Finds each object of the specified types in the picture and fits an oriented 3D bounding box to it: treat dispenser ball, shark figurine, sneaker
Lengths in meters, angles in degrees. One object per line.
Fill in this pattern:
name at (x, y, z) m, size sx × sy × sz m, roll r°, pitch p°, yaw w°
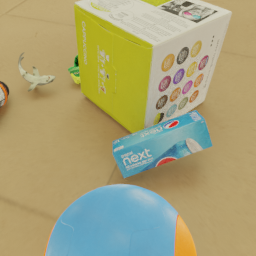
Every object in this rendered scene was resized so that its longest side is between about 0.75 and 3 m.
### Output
treat dispenser ball at (-0.118, 1.977, 4.157) m, size 2.244 × 2.244 × 2.244 m, roll 0°, pitch 46°, yaw 0°
shark figurine at (-2.956, -1.587, 8.557) m, size 1.428 × 0.596 × 0.853 m, roll 37°, pitch 84°, yaw 10°
sneaker at (-1.302, -2.173, 9.083) m, size 0.653 × 0.737 × 1.763 m, roll -21°, pitch 28°, yaw 43°

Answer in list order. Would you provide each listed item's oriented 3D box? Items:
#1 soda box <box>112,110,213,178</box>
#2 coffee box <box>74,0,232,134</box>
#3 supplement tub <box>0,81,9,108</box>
soda box at (0.712, 0.342, 6.112) m, size 2.035 × 0.690 × 0.653 m, roll -20°, pitch 21°, yaw 5°
coffee box at (0.480, -1.849, 7.408) m, size 2.686 × 2.712 × 2.717 m, roll -31°, pitch 54°, yaw -30°
supplement tub at (-3.852, -0.812, 7.612) m, size 0.840 × 0.840 × 1.571 m, roll 3°, pitch 24°, yaw 3°
